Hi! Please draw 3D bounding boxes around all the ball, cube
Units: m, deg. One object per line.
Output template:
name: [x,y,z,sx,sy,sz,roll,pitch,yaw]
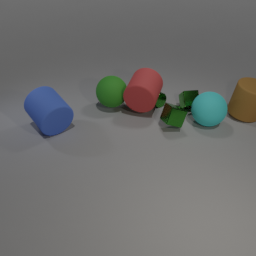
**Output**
ball: [3.266,-0.760,11.290,1.400,1.400,1.400,0,30,0]
cube: [1.782,-0.507,10.988,0.700,0.700,0.700,12,18,-21]
cube: [2.749,-1.265,12.598,0.700,0.700,0.700,-5,-7,-8]
ball: [-0.721,-1.611,12.405,1.400,1.400,1.400,0,30,0]

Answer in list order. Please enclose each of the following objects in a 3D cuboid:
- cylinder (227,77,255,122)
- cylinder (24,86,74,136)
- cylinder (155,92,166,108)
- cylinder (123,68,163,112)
cylinder: [5.092,-1.190,11.785,1.400,1.400,1.400,5,40,-4]
cylinder: [-3.050,-0.663,10.799,1.400,1.400,1.400,-24,55,-35]
cylinder: [1.313,-1.391,13.076,0.700,0.700,0.700,-21,37,-32]
cylinder: [0.665,-1.619,11.964,1.400,1.400,1.400,10,45,16]
